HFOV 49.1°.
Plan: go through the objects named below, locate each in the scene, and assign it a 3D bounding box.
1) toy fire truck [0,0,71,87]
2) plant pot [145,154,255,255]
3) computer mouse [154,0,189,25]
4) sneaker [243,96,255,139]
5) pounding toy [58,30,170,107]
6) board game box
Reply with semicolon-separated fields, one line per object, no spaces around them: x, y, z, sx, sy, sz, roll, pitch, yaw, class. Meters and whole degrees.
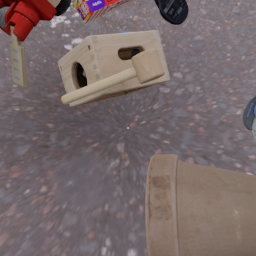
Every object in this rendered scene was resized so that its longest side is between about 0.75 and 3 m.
-2.201;-2.024;5.612;1.731;1.265;1.966;23;79;42;toy fire truck
0.847;0.883;2.912;1.139;1.306;1.306;-5;51;15;plant pot
0.530;-3.176;6.110;0.702;2.394;0.407;-55;35;-6;computer mouse
1.443;-0.034;1.833;1.227;0.534;0.457;0;56;36;sneaker
-0.296;-1.064;4.553;2.002;2.279;1.043;-17;95;-34;pounding toy
-0.814;-3.822;6.144;1.874;0.573;2.474;-37;100;-26;board game box
